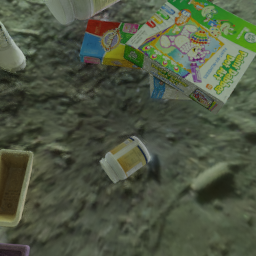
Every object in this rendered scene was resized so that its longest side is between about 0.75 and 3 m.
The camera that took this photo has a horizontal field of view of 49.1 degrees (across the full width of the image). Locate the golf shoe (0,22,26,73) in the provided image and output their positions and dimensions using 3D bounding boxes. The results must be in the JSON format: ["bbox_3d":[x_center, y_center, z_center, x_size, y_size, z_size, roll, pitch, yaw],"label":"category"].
[{"bbox_3d":[-3.526,-2.384,7.649,0.778,0.966,1.987,-34,72,-16],"label":"golf shoe"}]

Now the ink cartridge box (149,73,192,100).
[{"bbox_3d":[1.345,-1.225,7.346,1.491,0.506,0.858,2,66,-6],"label":"ink cartridge box"}]

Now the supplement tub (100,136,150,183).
[{"bbox_3d":[-0.073,0.730,6.415,0.995,0.718,0.718,-34,71,-14],"label":"supplement tub"}]

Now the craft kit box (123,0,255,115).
[{"bbox_3d":[1.778,-2.120,7.216,2.747,0.675,2.782,34,65,8],"label":"craft kit box"}]

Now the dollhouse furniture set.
[{"bbox_3d":[-3.177,1.565,5.326,2.282,2.044,2.880,4,67,2],"label":"dollhouse furniture set"}]

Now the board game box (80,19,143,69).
[{"bbox_3d":[-0.391,-2.401,7.980,1.723,0.347,1.318,7,67,3],"label":"board game box"}]

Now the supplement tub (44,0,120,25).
[{"bbox_3d":[-1.069,-4.370,7.937,2.768,2.006,2.006,-35,71,-13],"label":"supplement tub"}]
